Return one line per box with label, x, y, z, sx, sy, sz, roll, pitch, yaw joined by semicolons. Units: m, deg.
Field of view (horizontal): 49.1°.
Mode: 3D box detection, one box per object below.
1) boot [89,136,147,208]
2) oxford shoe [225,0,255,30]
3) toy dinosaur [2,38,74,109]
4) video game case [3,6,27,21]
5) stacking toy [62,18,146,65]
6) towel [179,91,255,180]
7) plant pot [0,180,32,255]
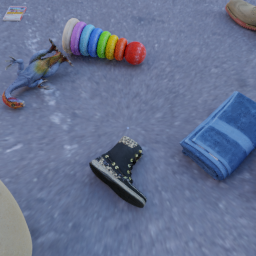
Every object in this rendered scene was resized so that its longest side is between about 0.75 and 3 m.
boot;0.042;0.899;6.161;1.522;0.550;1.150;35;58;23
oxford shoe;4.644;-3.845;9.386;1.031;1.095;2.927;-37;61;-25
toy dinosaur;-2.590;-1.415;7.941;2.088;2.301;1.208;-42;97;-2
video game case;-4.157;-4.213;10.308;0.626;0.076;0.875;2;53;2
stacking toy;-0.671;-2.501;8.571;2.498;1.066;1.066;17;55;4
towel;2.448;0.120;6.727;2.339;0.568;1.306;-38;62;-25
plant pot;-2.651;1.933;4.324;2.783;1.868;2.783;-28;39;26
